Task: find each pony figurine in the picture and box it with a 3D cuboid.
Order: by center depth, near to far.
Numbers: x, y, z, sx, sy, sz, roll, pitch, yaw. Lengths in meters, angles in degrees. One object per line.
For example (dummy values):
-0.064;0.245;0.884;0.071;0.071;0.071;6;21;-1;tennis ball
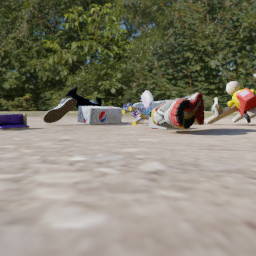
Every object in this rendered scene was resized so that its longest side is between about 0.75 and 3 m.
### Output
0.544;-0.609;10.424;1.478;1.231;1.427;-4;41;-39;pony figurine

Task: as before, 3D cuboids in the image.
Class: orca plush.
-1.514;-0.878;11.655;1.137;2.160;0.768;-43;37;-11;orca plush

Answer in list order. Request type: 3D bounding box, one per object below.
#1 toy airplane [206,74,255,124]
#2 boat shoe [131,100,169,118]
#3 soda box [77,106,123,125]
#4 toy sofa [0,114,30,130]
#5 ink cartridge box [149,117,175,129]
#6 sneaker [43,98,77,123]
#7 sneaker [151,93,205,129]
4.146;-0.987;10.185;2.228;1.572;2.218;-24;-10;-32;toy airplane
1.431;-0.732;11.660;2.491;0.881;1.131;4;4;16;boat shoe
-1.047;-0.519;11.021;0.672;0.628;1.974;11;9;34;soda box
-3.491;-0.187;8.338;0.529;0.449;1.085;1;4;31;toy sofa
1.154;-0.171;8.671;0.640;0.363;0.878;4;5;38;ink cartridge box
-2.602;-0.671;10.565;1.381;0.484;0.749;-36;22;-14;sneaker
1.458;-0.486;7.718;0.980;0.929;2.386;-2;4;34;sneaker
